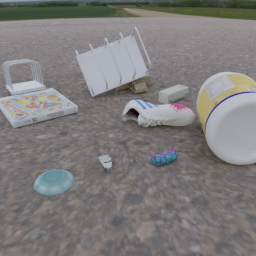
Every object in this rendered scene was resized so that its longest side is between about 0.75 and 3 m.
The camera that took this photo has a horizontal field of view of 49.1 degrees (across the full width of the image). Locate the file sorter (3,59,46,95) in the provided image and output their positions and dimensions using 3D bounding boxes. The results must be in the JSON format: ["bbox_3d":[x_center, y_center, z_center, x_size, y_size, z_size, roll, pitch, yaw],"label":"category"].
[{"bbox_3d":[-5.051,-2.528,13.410,1.500,1.346,2.162,-15,22,-26],"label":"file sorter"}]

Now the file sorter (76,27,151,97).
[{"bbox_3d":[-0.659,-2.856,12.187,2.836,1.968,1.766,-22,3,-3],"label":"file sorter"}]

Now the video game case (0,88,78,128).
[{"bbox_3d":[-3.865,-0.959,11.763,2.585,0.325,2.841,-18,32,-30],"label":"video game case"}]

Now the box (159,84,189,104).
[{"bbox_3d":[2.078,-1.530,12.689,1.472,0.503,0.605,-23,35,-36],"label":"box"}]

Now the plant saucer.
[{"bbox_3d":[-1.950,1.351,7.387,1.054,0.203,1.054,1,27,0],"label":"plant saucer"}]

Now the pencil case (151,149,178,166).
[{"bbox_3d":[1.060,0.867,8.158,0.773,0.357,0.329,-14,30,-27],"label":"pencil case"}]

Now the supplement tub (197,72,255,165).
[{"bbox_3d":[3.337,-0.485,8.813,2.161,2.161,2.973,2,26,4],"label":"supplement tub"}]

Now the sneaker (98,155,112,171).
[{"bbox_3d":[-0.639,0.984,8.028,0.315,0.332,0.825,-18,10,-10],"label":"sneaker"}]

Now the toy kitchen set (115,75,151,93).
[{"bbox_3d":[0.239,-2.749,13.657,1.915,1.728,1.563,-14,29,-15],"label":"toy kitchen set"}]

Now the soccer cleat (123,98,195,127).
[{"bbox_3d":[1.037,-0.380,10.198,2.667,0.932,1.152,11,42,28],"label":"soccer cleat"}]
